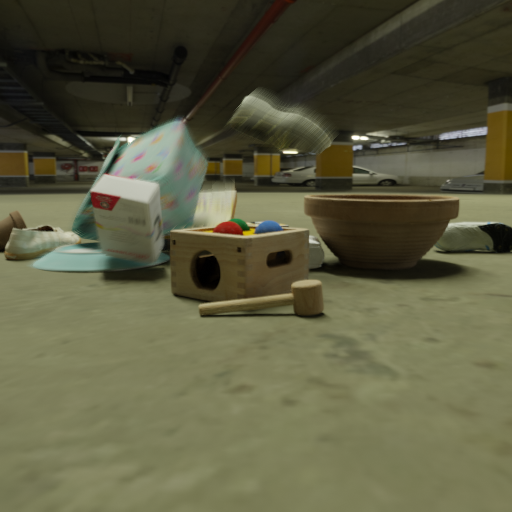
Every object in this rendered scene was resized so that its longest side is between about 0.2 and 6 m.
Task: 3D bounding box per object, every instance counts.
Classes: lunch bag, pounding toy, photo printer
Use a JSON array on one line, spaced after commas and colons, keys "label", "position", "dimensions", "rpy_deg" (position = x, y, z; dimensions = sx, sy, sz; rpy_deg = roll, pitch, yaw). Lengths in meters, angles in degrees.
[{"label": "lunch bag", "position": [-2.496, -1.429, 11.592], "dimensions": [2.527, 1.541, 2.152], "rpy_deg": [-13, 41, 20]}, {"label": "pounding toy", "position": [-0.077, 0.091, 7.276], "dimensions": [2.264, 1.036, 1.989], "rpy_deg": [7, 10, 39]}, {"label": "photo printer", "position": [0.609, -0.089, 10.335], "dimensions": [1.206, 0.503, 1.450], "rpy_deg": [-1, 8, 2]}]

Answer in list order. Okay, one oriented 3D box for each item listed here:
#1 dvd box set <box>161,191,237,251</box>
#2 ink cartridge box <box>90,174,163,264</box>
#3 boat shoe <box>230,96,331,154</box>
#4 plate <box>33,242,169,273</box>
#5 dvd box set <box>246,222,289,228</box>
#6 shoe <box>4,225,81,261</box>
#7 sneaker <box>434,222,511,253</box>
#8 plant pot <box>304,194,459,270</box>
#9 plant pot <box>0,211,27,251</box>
[{"label": "dvd box set", "position": [-1.265, -0.813, 12.405], "dimensions": [1.554, 0.312, 2.124], "rpy_deg": [-5, 31, 5]}, {"label": "ink cartridge box", "position": [-2.132, -0.605, 9.395], "dimensions": [1.008, 1.366, 0.585], "rpy_deg": [11, 45, 6]}, {"label": "boat shoe", "position": [0.388, -2.102, 9.464], "dimensions": [1.852, 0.553, 0.662], "rpy_deg": [30, -16, 26]}, {"label": "plate", "position": [-2.923, -0.034, 10.668], "dimensions": [2.509, 0.321, 2.509], "rpy_deg": [0, 9, 0]}, {"label": "dvd box set", "position": [0.105, -0.817, 16.266], "dimensions": [1.136, 0.228, 1.553], "rpy_deg": [-5, 9, -23]}, {"label": "shoe", "position": [-4.423, -0.367, 11.842], "dimensions": [0.808, 0.617, 2.311], "rpy_deg": [2, 8, 11]}, {"label": "sneaker", "position": [4.708, -0.405, 12.045], "dimensions": [1.876, 0.674, 0.680], "rpy_deg": [2, 6, -1]}, {"label": "plant pot", "position": [2.254, -0.473, 10.298], "dimensions": [2.776, 1.281, 2.776], "rpy_deg": [0, 9, 0]}, {"label": "plant pot", "position": [-5.416, -0.461, 12.237], "dimensions": [0.768, 0.880, 0.880], "rpy_deg": [-25, 18, -24]}]
